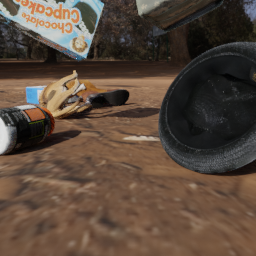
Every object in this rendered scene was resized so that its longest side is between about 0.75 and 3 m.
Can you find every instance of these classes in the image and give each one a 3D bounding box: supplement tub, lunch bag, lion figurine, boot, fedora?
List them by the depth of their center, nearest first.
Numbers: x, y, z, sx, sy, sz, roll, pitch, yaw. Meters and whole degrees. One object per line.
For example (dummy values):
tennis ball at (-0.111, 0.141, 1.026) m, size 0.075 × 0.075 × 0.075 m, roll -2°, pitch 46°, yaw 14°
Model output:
fedora at (1.690, -0.221, 4.775) m, size 1.156 × 2.530 × 2.530 m, roll 32°, pitch -6°, yaw -31°
supplement tub at (-2.121, -0.016, 5.499) m, size 0.824 × 0.824 × 1.345 m, roll 5°, pitch 12°, yaw 24°
lunch bag at (1.166, -2.808, 5.972) m, size 1.483 × 1.063 × 1.809 m, roll -17°, pitch -9°, yaw 32°
lion figurine at (-2.269, -0.950, 9.327) m, size 1.826 × 1.081 × 2.982 m, roll -31°, pitch 21°, yaw 0°
boot at (-1.319, -1.594, 12.361) m, size 2.113 × 0.769 × 2.244 m, roll -22°, pitch 37°, yaw -30°

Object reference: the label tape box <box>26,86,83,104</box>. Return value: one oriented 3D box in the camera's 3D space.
label tape box at (-3.271, -1.629, 13.398) m, size 1.790 × 0.786 × 2.482 m, roll 9°, pitch 15°, yaw 36°

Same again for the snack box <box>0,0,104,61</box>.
snack box at (-1.776, -2.575, 5.849) m, size 2.397 × 1.393 × 0.445 m, roll 21°, pitch -10°, yaw -32°
